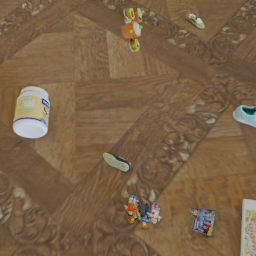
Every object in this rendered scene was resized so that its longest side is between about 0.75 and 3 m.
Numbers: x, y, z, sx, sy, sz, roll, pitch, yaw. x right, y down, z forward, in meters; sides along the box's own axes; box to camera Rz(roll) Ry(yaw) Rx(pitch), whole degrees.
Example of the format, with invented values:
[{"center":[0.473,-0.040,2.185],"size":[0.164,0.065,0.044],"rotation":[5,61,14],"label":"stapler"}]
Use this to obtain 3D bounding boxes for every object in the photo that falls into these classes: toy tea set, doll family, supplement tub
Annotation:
[{"center":[0.252,-2.932,7.930],"size":[0.545,0.875,1.472],"rotation":[-9,62,25],"label":"toy tea set"},{"center":[0.420,2.778,9.087],"size":[1.287,0.580,0.799],"rotation":[18,54,-10],"label":"doll family"},{"center":[-3.573,-0.585,10.473],"size":[1.202,1.202,1.653],"rotation":[-3,61,-2],"label":"supplement tub"}]

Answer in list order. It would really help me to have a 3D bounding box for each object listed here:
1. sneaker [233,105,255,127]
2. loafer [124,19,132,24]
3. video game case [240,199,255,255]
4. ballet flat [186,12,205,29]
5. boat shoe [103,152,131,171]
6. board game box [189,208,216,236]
[{"center":[4.979,-0.430,10.657],"size":[1.773,0.726,0.655],"rotation":[12,63,6],"label":"sneaker"},{"center":[0.168,-5.359,13.614],"size":[0.795,0.277,0.278],"rotation":[-36,67,-18],"label":"loafer"},{"center":[4.542,3.494,8.298],"size":[2.212,0.278,2.431],"rotation":[5,71,16],"label":"video game case"},{"center":[3.244,-5.198,13.476],"size":[0.398,0.398,1.125],"rotation":[-39,68,-19],"label":"ballet flat"},{"center":[-0.396,1.180,10.043],"size":[1.103,0.396,0.373],"rotation":[25,28,21],"label":"boat shoe"},{"center":[2.349,2.956,9.071],"size":[0.821,0.253,0.822],"rotation":[17,63,10],"label":"board game box"}]
